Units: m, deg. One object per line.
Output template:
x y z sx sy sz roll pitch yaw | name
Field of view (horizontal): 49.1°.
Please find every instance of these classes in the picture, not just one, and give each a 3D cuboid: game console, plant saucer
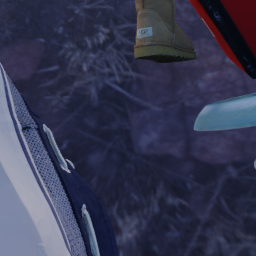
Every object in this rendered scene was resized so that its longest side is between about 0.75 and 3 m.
1.988 -1.880 4.593 1.140 1.921 1.655 -37 29 17 | game console
2.261 -0.418 4.156 2.630 2.630 0.360 -13 92 -6 | plant saucer

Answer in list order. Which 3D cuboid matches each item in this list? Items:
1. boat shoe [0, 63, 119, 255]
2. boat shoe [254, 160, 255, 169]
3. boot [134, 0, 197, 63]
-0.994 0.269 2.346 0.953 1.184 2.552 -33 65 6 | boat shoe
3.135 0.558 4.670 1.989 0.682 0.716 -11 89 -2 | boat shoe
0.625 -2.138 4.447 0.692 1.831 2.091 1 98 26 | boot
